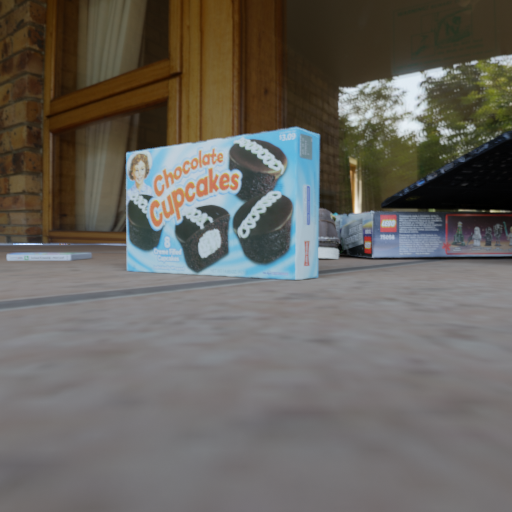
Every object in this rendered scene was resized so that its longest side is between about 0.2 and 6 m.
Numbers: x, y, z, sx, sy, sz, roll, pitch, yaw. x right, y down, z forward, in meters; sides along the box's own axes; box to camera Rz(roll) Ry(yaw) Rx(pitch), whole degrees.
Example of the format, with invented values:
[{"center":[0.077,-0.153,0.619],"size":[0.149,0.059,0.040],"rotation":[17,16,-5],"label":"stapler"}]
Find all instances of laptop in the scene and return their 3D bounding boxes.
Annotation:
[{"center":[4.564,-0.408,7.616],"size":[3.748,2.184,4.229],"rotation":[0,-14,-23],"label":"laptop"}]

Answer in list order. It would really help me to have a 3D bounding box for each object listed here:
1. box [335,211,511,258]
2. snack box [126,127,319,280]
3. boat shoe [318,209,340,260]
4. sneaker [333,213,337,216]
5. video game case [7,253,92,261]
[{"center":[3.540,-0.383,10.282],"size":[4.039,0.806,2.765],"rotation":[0,2,-9],"label":"box"},{"center":[-0.381,-0.413,4.973],"size":[2.022,1.174,0.375],"rotation":[1,1,38],"label":"snack box"},{"center":[0.945,-0.372,9.910],"size":[0.969,0.802,2.696],"rotation":[1,2,0],"label":"boat shoe"},{"center":[1.613,-0.518,12.863],"size":[2.369,0.943,0.918],"rotation":[-2,1,-3],"label":"sneaker"},{"center":[-3.246,0.009,8.889],"size":[0.970,0.118,1.066],"rotation":[0,2,0],"label":"video game case"}]
